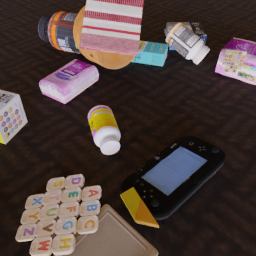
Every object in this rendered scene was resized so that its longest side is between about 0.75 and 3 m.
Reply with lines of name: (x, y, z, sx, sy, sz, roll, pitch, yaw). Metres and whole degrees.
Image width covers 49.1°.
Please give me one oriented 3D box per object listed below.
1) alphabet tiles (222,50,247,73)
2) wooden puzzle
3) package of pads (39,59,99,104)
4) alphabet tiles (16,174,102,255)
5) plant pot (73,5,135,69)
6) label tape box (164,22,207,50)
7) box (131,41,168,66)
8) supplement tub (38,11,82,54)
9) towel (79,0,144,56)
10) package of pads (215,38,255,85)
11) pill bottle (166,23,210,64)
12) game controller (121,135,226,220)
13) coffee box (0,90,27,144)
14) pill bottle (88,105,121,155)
alphabet tiles: (3.534, -2.222, 9.407, 0.679, 0.812, 0.031, 5, 43, 3)
wooden puzzle: (-0.440, 2.534, 5.607, 2.655, 0.310, 1.791, -36, 49, -17)
package of pads: (-2.039, -1.672, 9.902, 1.134, 0.712, 1.881, 26, 49, 24)
alphabet tiles: (-1.534, 1.874, 6.262, 1.870, 0.140, 1.912, -9, 42, 9)
plant pot: (-0.631, -3.096, 9.716, 2.275, 2.275, 1.593, -14, 40, -14)
label tape box: (2.539, -4.386, 12.799, 1.543, 0.677, 2.140, -1, 44, -2)
box: (0.458, -3.174, 11.606, 2.252, 0.553, 0.927, 11, 44, 12)
supplement tub: (-2.186, -3.952, 11.681, 2.981, 1.594, 1.594, 15, 45, 15)
towel: (-0.452, -3.480, 8.709, 1.795, 0.283, 2.492, 7, 76, -4)
package of pads: (4.874, -2.392, 10.415, 2.789, 1.055, 1.681, 24, 46, 23)
pill bottle: (2.396, -3.362, 11.233, 1.631, 0.949, 0.949, 42, 54, 7)
game controller: (1.179, 1.107, 7.055, 2.789, 0.587, 1.455, -32, 52, -30)
coffee box: (-3.847, -0.377, 8.238, 1.103, 1.101, 1.091, 16, 46, 16)
pill bottle: (-0.663, 0.056, 8.032, 0.765, 0.765, 1.467, -11, 44, -11)
